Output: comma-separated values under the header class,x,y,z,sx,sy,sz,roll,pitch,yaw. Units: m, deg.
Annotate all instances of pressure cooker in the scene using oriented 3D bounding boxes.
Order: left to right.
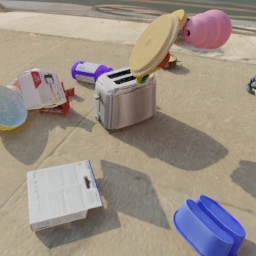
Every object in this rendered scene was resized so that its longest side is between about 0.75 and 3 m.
class,x,y,z,sx,sy,sz,roll,pitch,yaw
pressure cooker,3.450,-6.380,18.161,1.644,1.468,1.446,-8,24,-1

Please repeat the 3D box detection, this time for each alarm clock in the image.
class,x,y,z,sx,sy,sz,roll,pitch,yaw
alarm clock,1.994,-3.629,15.374,1.579,0.526,1.065,-11,39,-16

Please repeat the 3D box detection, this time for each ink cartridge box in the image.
class,x,y,z,sx,sy,sz,roll,pitch,yaw
ink cartridge box,-2.818,-1.255,9.292,0.647,1.115,1.510,-16,3,21
ink cartridge box,-1.908,1.896,8.286,1.983,0.429,1.947,-9,39,-15

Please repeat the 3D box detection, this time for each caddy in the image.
class,x,y,z,sx,sy,sz,roll,pitch,yaw
caddy,1.973,2.560,7.017,1.288,0.957,1.823,-2,32,-40

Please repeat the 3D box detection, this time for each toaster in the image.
class,x,y,z,sx,sy,sz,roll,pitch,yaw
toaster,0.017,-1.241,11.141,2.942,1.900,1.672,-19,42,-23

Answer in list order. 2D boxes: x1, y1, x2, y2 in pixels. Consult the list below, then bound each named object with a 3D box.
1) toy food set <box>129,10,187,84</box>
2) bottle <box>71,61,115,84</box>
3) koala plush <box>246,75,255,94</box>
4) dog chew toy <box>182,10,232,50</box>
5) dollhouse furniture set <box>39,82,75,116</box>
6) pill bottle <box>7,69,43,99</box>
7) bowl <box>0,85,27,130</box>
class,x,y,z,sx,sy,sz,roll,pitch,yaw
toy food set,0.887,-2.711,9.334,0.593,2.411,2.436,28,61,-28
bottle,-1.511,-2.678,13.872,2.538,0.829,1.060,13,44,16
koala plush,6.071,-1.808,12.740,1.011,1.048,1.140,1,50,2
dog chew toy,2.567,-3.247,9.363,1.303,1.303,2.092,31,37,34
dollhouse furniture set,-3.022,-1.507,12.305,1.184,0.895,2.201,5,38,6
pill bottle,-4.481,-1.793,12.453,1.180,1.180,2.103,9,39,12
bowl,-5.039,-0.639,10.908,1.012,1.882,1.882,-32,22,34
